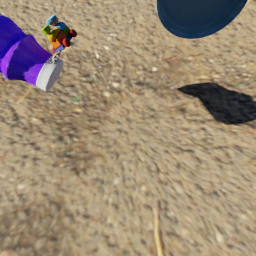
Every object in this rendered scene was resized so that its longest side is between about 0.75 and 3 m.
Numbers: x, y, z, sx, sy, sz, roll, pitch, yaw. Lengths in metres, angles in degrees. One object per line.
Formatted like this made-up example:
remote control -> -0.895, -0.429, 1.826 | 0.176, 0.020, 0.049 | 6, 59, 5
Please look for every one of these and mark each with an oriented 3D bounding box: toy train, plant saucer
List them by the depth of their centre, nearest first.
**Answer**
toy train -> -1.253, -1.496, 4.701 | 0.373, 0.510, 0.881 | -20, 38, 36
plant saucer -> 1.989, -3.590, 7.426 | 2.605, 2.605, 0.357 | -7, 52, -4

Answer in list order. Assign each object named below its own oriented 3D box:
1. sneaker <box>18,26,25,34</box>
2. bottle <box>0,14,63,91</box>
sneaker -> -2.583, -2.006, 6.789 | 2.260, 0.848, 1.305 | 33, 24, -3
bottle -> -2.556, -1.608, 5.018 | 2.789, 0.910, 1.165 | 28, 37, -7
